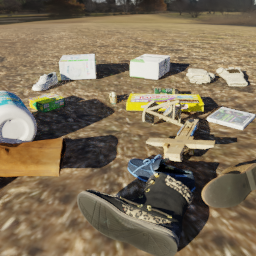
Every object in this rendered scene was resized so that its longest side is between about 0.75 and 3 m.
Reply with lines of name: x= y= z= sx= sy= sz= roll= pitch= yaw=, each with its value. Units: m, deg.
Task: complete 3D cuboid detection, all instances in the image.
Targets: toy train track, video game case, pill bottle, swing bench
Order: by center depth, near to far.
toy train track: x=1.523 y=0.361 z=7.531 sx=1.653 sy=0.469 sz=2.882 roll=2 pitch=19 yaw=22
pill bottle: x=-3.456 y=-0.317 z=7.948 sx=1.237 sy=1.237 sz=2.232 roll=-14 pitch=28 yaw=-28
swing bench: x=1.071 y=-0.437 z=8.306 sx=1.052 sy=0.683 sz=1.047 roll=4 pitch=-3 yaw=20
video game case: x=3.438 y=-0.348 z=9.302 sx=1.170 sy=0.150 sz=1.287 roll=18 pitch=31 yaw=35

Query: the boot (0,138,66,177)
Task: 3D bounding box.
boot: x=-2.892 y=0.986 z=5.773 sx=2.994 sy=1.025 sz=2.819 roll=2 pitch=16 yaw=-3

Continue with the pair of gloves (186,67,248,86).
pair of gloves: x=4.298 y=-2.639 z=13.824 sx=2.776 sy=0.487 sz=2.361 roll=5 pitch=26 yaw=12

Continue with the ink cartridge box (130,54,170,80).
ink cartridge box: x=1.190 y=-3.238 z=14.625 sx=1.522 sy=0.878 sz=2.083 roll=10 pitch=27 yaw=21

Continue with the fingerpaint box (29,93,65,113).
fingerpaint box: x=-2.969 y=-0.935 z=10.307 sx=0.819 sy=0.360 sz=0.981 roll=19 pitch=31 yaw=34

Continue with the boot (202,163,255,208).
boot: x=2.080 y=1.154 z=5.782 sx=1.755 sy=0.646 sz=0.662 roll=-14 pitch=5 yaw=-30

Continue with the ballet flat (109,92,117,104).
ballet flat: x=-0.568 y=-1.237 z=11.024 sx=0.328 sy=0.304 sz=0.931 roll=-4 pitch=25 yaw=-9

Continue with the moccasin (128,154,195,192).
moccasin: x=0.736 y=0.897 z=6.156 sx=1.619 sy=0.552 sz=0.651 roll=14 pitch=28 yaw=27

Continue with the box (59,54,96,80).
box: x=-2.512 y=-3.131 z=14.356 sx=1.731 sy=0.948 sz=1.961 roll=-4 pitch=24 yaw=-4

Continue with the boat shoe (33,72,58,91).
boat shoe: x=-3.702 y=-2.119 z=12.589 sx=0.603 sy=0.574 sz=1.675 roll=11 pitch=27 yaw=21

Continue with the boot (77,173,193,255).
boot: x=0.193 y=1.341 z=5.042 sx=1.875 sy=0.686 sz=1.412 roll=16 pitch=30 yaw=23

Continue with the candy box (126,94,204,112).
candy box: x=1.320 y=-0.947 z=10.207 sx=2.641 sy=0.349 sz=1.350 roll=1 pitch=19 yaw=6

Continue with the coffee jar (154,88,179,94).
coffee jar: x=1.534 y=-1.351 z=11.127 sx=0.987 sy=0.421 sz=0.515 roll=3 pitch=25 yaw=6
